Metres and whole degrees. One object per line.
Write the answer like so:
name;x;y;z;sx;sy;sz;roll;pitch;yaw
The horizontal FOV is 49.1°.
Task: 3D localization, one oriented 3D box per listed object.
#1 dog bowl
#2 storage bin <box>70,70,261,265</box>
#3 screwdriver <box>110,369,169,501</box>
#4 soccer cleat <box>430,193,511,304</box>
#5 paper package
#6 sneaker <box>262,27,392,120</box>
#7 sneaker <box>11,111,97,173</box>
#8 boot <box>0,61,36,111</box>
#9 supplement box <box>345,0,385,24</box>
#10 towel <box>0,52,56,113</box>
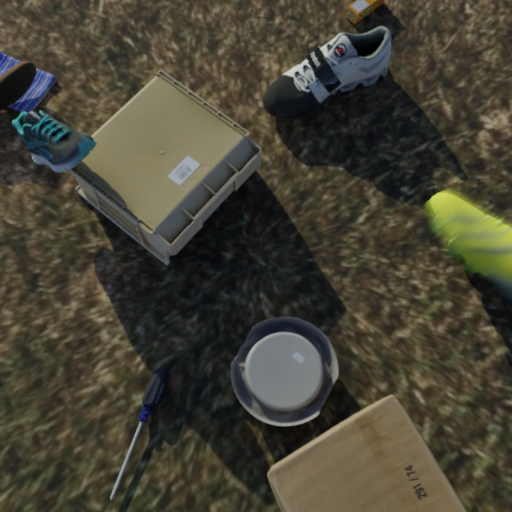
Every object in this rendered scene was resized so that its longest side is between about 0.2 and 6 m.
dog bowl;0.462;1.923;9.301;1.758;0.515;1.758;0;73;-1
storage bin;-1.647;-1.618;10.356;2.600;1.228;2.619;38;73;13
screwdriver;-1.925;2.856;9.079;0.301;0.314;2.158;17;66;8
soccer cleat;4.400;-0.001;9.547;3.321;1.074;1.389;49;116;11
paper package;1.673;3.721;8.241;2.363;1.283;2.479;-28;71;-10
sneaker;1.403;-3.782;11.176;2.898;1.283;1.074;-29;73;-9
sneaker;-3.490;-1.990;9.410;2.049;0.934;0.795;12;57;42
boot;-5.262;-3.322;11.248;0.704;0.686;1.865;42;83;19
supplement box;2.423;-5.532;12.348;0.955;0.318;0.328;-38;76;-13
towel;-5.072;-3.621;11.683;1.478;0.176;1.070;25;72;9
